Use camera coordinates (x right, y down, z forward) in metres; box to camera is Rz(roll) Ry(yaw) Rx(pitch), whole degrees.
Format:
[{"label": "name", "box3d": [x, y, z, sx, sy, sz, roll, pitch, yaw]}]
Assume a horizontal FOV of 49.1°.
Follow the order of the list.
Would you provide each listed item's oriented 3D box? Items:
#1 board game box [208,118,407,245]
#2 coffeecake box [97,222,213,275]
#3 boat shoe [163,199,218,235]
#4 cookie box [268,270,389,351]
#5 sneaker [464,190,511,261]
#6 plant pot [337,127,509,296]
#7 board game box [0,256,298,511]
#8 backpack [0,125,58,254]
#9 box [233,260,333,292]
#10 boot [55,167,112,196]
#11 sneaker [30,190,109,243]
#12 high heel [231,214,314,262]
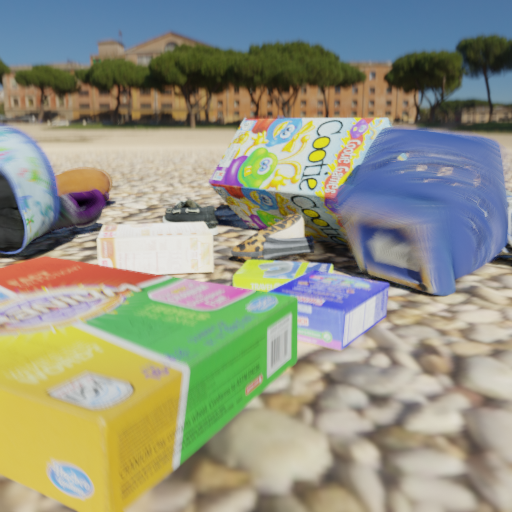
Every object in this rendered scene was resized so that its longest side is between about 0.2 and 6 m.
[{"label": "board game box", "box3d": [0.929, -1.292, 9.636, 2.965, 1.527, 1.555, 11, -23, 41]}, {"label": "coffeecake box", "box3d": [-1.439, -0.118, 8.016, 1.530, 0.559, 1.174, -2, 13, -11]}, {"label": "boat shoe", "box3d": [-1.277, -0.818, 10.905, 0.721, 0.575, 1.906, -9, 17, -34]}, {"label": "cookie box", "box3d": [0.702, 0.518, 5.728, 0.945, 0.415, 1.104, 9, 16, 34]}, {"label": "sneaker", "box3d": [3.560, -0.341, 8.103, 1.380, 1.248, 3.240, -9, 6, -11]}, {"label": "plant pot", "box3d": [1.990, -0.494, 6.883, 1.587, 1.587, 1.427, 20, 55, 43]}, {"label": "board game box", "box3d": [-1.537, 0.705, 4.517, 3.083, 0.622, 2.359, 7, 15, 27]}, {"label": "backpack", "box3d": [-3.939, -1.080, 8.300, 2.023, 1.851, 1.486, 12, 35, 17]}, {"label": "box", "box3d": [0.418, 0.303, 6.886, 1.272, 0.303, 0.776, 2, 15, 12]}, {"label": "boot", "box3d": [-4.459, -1.356, 12.181, 2.559, 0.981, 1.987, -5, 13, -11]}, {"label": "sneaker", "box3d": [-3.531, -0.774, 9.495, 2.026, 0.754, 0.887, -21, -5, -35]}, {"label": "high heel", "box3d": [0.173, -0.293, 8.815, 1.211, 0.607, 1.699, -6, 14, -4]}]
